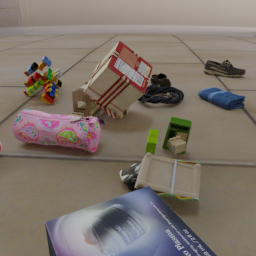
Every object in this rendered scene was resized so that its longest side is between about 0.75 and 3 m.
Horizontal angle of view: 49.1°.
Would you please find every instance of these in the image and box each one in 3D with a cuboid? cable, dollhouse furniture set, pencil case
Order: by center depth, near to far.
[{"bbox_3d":[0.962,0.858,6.516,1.268,0.979,2.537,12,40,7],"label":"dollhouse furniture set"},{"bbox_3d":[-1.935,0.027,7.830,2.416,1.056,1.056,6,25,15],"label":"pencil case"},{"bbox_3d":[-0.968,-0.831,9.553,1.796,1.129,2.030,6,25,12],"label":"dollhouse furniture set"},{"bbox_3d":[1.324,-1.267,11.406,1.651,0.514,2.024,20,29,27],"label":"cable"}]

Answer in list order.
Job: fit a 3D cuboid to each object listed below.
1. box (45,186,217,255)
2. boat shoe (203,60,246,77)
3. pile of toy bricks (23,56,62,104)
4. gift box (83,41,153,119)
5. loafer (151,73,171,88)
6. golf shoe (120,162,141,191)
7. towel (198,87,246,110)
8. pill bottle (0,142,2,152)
[{"bbox_3d":[-0.005,1.880,3.748,1.754,1.089,1.768,-14,28,-25],"label":"box"},{"bbox_3d":[5.230,-3.262,15.206,2.221,0.814,0.827,12,27,24],"label":"boat shoe"},{"bbox_3d":[-3.848,-1.908,11.994,1.422,1.598,2.880,-35,33,15],"label":"pile of toy bricks"},{"bbox_3d":[-0.276,-1.428,9.193,1.690,1.810,1.670,-34,23,45],"label":"gift box"},{"bbox_3d":[1.611,-2.316,13.343,0.671,0.656,1.839,-8,26,-16],"label":"loafer"},{"bbox_3d":[0.411,0.945,6.466,1.303,0.506,0.615,-14,28,-30],"label":"golf shoe"},{"bbox_3d":[3.739,-1.247,11.290,1.008,0.438,1.805,-12,28,-23],"label":"towel"},{"bbox_3d":[-3.710,0.616,7.111,0.537,0.537,0.899,7,26,15],"label":"pill bottle"}]
